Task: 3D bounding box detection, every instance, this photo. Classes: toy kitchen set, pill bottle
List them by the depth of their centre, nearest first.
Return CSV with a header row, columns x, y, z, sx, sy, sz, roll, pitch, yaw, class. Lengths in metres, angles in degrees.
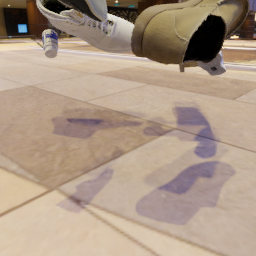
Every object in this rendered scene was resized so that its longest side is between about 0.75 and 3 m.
x,y,z,sx,sy,sz,roll,pitch,yaw,class
1.409,-3.308,8.406,2.062,2.527,2.280,-5,48,5,toy kitchen set
-2.408,-2.602,8.693,0.473,0.473,0.817,-5,63,-13,pill bottle

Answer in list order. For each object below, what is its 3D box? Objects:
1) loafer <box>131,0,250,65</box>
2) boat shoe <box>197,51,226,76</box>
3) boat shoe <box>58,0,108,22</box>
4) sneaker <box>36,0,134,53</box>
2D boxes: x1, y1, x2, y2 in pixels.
x,y,z,sx,sy,sz,roll,pitch,yaw,class
1.324,-1.673,4.876,2.893,1.100,0.975,-31,59,-31,loafer
2.051,-1.774,6.972,0.601,0.534,1.634,-12,-13,22,boat shoe
-0.887,-2.305,4.766,0.590,0.627,1.745,-3,-4,25,boat shoe
-1.051,-2.937,7.863,2.978,1.097,1.721,17,7,0,sneaker
